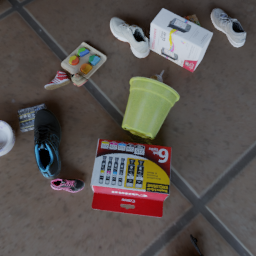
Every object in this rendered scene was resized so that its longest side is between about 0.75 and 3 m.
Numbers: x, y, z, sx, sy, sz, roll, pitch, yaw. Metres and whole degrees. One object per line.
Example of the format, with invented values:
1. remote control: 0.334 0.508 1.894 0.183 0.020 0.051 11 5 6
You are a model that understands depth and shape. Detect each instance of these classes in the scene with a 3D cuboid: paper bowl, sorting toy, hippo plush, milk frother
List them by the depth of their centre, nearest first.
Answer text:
1. milk frother: 1.796 4.133 8.765 1.160 1.113 1.233 -11 26 -5
2. paper bowl: -4.789 0.407 10.167 1.313 0.683 1.313 3 68 -8
3. hippo plush: 1.153 -1.553 11.049 0.943 0.934 1.173 53 34 0
4. sorting toy: -1.850 -2.814 11.717 1.369 0.270 1.479 35 73 13

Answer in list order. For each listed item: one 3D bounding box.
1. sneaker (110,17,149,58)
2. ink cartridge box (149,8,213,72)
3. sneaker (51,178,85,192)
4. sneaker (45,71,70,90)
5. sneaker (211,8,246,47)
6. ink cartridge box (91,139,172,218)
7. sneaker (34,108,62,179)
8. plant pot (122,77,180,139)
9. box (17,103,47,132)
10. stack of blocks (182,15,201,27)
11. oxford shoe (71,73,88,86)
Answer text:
1. sneaker: 0.122 -4.051 11.746 0.863 1.049 2.280 -40 75 -18
2. ink cartridge box: 2.026 -3.478 11.244 2.224 1.641 0.952 30 71 12
3. sneaker: -2.112 1.937 9.684 1.204 0.574 0.476 1 67 -1
4. sneaker: -2.924 -1.942 11.320 1.026 0.366 0.577 -21 74 -16
5. sneaker: 4.423 -4.514 12.074 0.774 0.849 2.071 -31 72 -12
6. ink cartridge box: 0.109 1.679 9.404 2.518 1.056 2.210 6 64 1
7. sneaker: -2.848 0.444 9.895 0.946 1.058 2.583 -12 75 -4
8. plant pot: 0.653 -0.614 10.150 1.930 1.930 1.775 21 82 8
9. box: -3.628 -0.401 10.767 1.088 0.267 0.877 -16 68 -6
10. stack of blocks: 2.793 -4.300 12.250 0.719 0.366 1.249 -14 69 -6
11. oxford shoe: -1.940 -1.903 10.891 0.410 1.164 0.435 -43 118 -22
